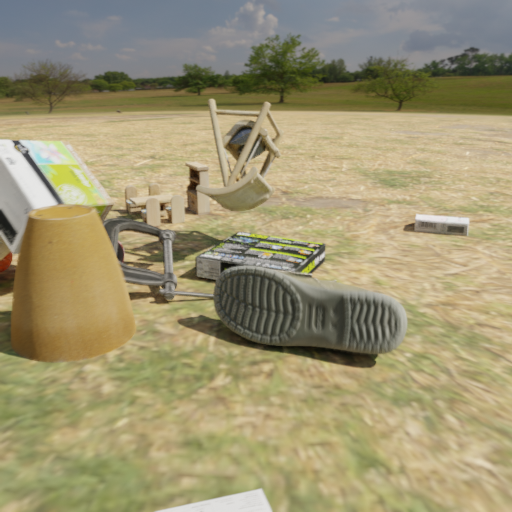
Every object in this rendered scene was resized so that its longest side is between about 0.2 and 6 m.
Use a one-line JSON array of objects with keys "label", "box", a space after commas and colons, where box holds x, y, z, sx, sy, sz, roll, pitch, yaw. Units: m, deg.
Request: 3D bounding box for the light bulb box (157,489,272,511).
[{"label": "light bulb box", "box": [-0.219, 2.040, 3.597, 0.812, 0.511, 0.819, -6, 19, -16]}]

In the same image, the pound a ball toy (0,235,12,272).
[{"label": "pound a ball toy", "box": [-4.912, 0.071, 8.751, 2.177, 1.418, 3.339, -28, 18, 10]}]

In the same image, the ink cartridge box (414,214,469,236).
[{"label": "ink cartridge box", "box": [4.137, -0.797, 12.490, 1.103, 0.387, 1.358, 6, 23, 18]}]

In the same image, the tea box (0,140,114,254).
[{"label": "tea box", "box": [-3.272, -0.939, 8.583, 1.460, 0.976, 1.437, 50, 31, 16]}]

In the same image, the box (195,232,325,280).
[{"label": "box", "box": [0.112, 0.058, 9.707, 1.780, 0.423, 1.719, 8, 18, 21]}]

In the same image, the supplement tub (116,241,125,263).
[{"label": "supplement tub", "box": [-2.913, -0.129, 9.768, 0.710, 0.710, 1.328, -16, 26, -40]}]

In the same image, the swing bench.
[{"label": "swing bench", "box": [-0.238, -1.761, 10.385, 1.123, 1.731, 1.721, 6, -3, 12]}]

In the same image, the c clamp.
[{"label": "c clamp", "box": [-1.695, 0.028, 9.099, 1.877, 0.298, 2.197, 6, 31, -21]}]

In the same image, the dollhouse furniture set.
[{"label": "dollhouse furniture set", "box": [-2.078, -1.535, 13.338, 1.802, 1.173, 1.655, -9, 20, -27]}]

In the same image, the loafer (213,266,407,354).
[{"label": "loafer", "box": [0.658, 0.720, 7.226, 2.576, 0.968, 0.897, 12, 2, 22]}]

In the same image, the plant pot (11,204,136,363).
[{"label": "plant pot", "box": [-2.385, 0.241, 7.185, 1.577, 1.692, 1.577, 1, 18, 0]}]
